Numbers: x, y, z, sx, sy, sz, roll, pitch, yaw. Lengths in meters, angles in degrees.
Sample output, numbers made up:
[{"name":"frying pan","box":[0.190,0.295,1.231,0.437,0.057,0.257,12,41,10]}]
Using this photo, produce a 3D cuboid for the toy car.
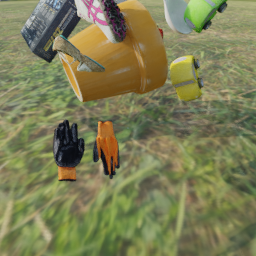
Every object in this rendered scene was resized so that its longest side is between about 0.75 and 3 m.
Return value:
[{"name":"toy car","box":[1.338,-2.375,6.896,2.796,2.631,0.623,47,28,14]}]

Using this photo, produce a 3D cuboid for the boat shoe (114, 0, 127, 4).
[{"name":"boat shoe","box":[-1.125,-4.775,9.768,2.301,0.803,0.816,21,-5,-20]}]

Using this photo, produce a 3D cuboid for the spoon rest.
[{"name":"spoon rest","box":[0.958,-2.972,6.745,0.550,1.815,0.902,-21,40,60]}]

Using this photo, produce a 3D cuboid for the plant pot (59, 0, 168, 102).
[{"name":"plant pot","box":[-0.407,-1.408,5.819,1.740,1.901,1.901,-25,36,-12]}]

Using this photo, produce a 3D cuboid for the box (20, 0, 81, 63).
[{"name":"box","box":[-2.282,-3.277,8.407,0.660,2.041,2.588,29,12,-39]}]

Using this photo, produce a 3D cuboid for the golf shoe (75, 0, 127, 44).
[{"name":"golf shoe","box":[-0.547,-2.072,4.937,0.666,1.447,0.525,-30,-1,36]}]

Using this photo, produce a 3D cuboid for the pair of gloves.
[{"name":"pair of gloves","box":[-0.679,0.368,4.730,1.171,0.145,1.044,1,72,-28]}]

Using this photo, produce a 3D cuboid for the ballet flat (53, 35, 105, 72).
[{"name":"ballet flat","box":[-0.730,-0.997,4.094,0.834,0.272,0.294,34,-2,-15]}]
